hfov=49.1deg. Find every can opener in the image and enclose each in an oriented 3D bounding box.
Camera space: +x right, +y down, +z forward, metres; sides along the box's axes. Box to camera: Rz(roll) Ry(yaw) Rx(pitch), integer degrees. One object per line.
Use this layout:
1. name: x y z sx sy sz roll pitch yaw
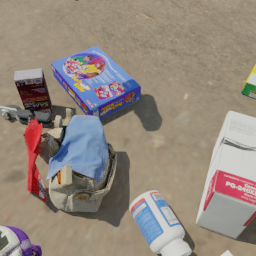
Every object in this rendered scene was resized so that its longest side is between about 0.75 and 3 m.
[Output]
1. can opener: -3.165 -0.439 8.591 1.782 0.469 0.592 12 50 10

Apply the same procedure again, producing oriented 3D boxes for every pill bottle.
1. pill bottle: 0.710 2.185 6.123 0.828 0.828 1.475 -21 53 -17

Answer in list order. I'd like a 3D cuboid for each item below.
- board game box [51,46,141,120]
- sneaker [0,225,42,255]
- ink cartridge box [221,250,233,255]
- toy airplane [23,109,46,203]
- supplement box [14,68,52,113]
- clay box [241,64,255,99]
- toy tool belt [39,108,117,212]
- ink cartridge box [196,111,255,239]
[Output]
1. board game box: -1.120 -1.586 9.461 1.863 0.620 2.771 -28 55 -22
2. sneaker: -1.213 1.362 2.952 0.682 1.634 0.659 -15 65 -35
3. ink cartridge box: 2.028 3.150 5.180 0.568 1.005 1.371 -26 55 -23
4. toy airplane: -2.313 0.666 6.894 0.432 2.350 2.350 -4 48 -20
5. supplement box: -2.824 -1.046 8.451 0.797 1.464 0.446 -9 50 -7
6. clay box: 5.060 -1.839 9.701 1.415 0.586 2.463 26 55 21
7. toy tool belt: -1.194 0.450 6.943 1.841 1.812 2.948 -1 50 -1
8. ink cartridge box: 2.430 1.037 6.507 0.977 1.702 2.344 17 52 14
